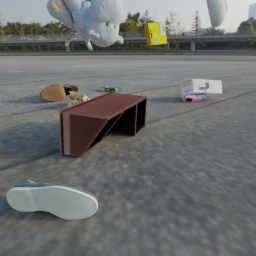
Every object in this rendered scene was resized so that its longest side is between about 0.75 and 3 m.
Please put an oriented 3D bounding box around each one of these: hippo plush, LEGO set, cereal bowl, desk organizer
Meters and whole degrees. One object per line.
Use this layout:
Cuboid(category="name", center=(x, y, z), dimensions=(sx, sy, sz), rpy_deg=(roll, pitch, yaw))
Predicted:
Cuboid(category="hippo plush", center=(-1.293, -3.490, 8.908), dimensions=(2.092, 2.627, 2.112), rpy_deg=(-1, 35, -37))
Cuboid(category="LEGO set", center=(-1.961, -0.919, 10.399), dimensions=(1.698, 0.632, 0.781), rpy_deg=(11, -15, 48))
Cuboid(category="cereal bowl", center=(2.293, -3.148, 7.224), dimensions=(0.441, 1.058, 1.058), rpy_deg=(-11, 13, 18))
Cuboid(category="desk organizer", center=(-0.437, -0.172, 6.750), dimensions=(1.064, 0.991, 2.763), rpy_deg=(8, 18, 18))

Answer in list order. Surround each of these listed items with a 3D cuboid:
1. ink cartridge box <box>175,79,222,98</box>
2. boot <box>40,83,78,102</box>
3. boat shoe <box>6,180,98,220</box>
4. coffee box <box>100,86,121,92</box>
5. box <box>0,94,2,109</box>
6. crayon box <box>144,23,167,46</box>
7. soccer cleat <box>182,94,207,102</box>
Cuboid(category="ink cartridge box", center=(2.938, -1.671, 11.864), dimensions=(1.745, 0.587, 1.022), rpy_deg=(0, -4, -16))
Cuboid(category="boot", center=(-3.236, -1.567, 12.255), dimensions=(1.514, 0.728, 2.071), rpy_deg=(6, 16, 43))
Cuboid(category="boat shoe", center=(-1.001, 0.920, 3.861), dimensions=(1.342, 0.488, 0.414), rpy_deg=(0, 19, 17))
Cuboid(category="coffee box", center=(-0.908, -1.996, 14.358), dimensions=(0.968, 0.213, 0.595), rpy_deg=(8, 18, 26))
Cuboid(category="box", center=(-5.977, -0.875, 9.849), dimensions=(2.282, 0.568, 1.800), rpy_deg=(7, 18, 22))
Cuboid(category="crayon box", center=(0.981, -3.418, 10.211), dimensions=(0.309, 0.772, 1.216), rpy_deg=(-1, 15, 36))
Cuboid(category="soccer cleat", center=(2.746, -1.184, 11.505), dimensions=(1.002, 0.342, 0.367), rpy_deg=(4, 39, 0))
